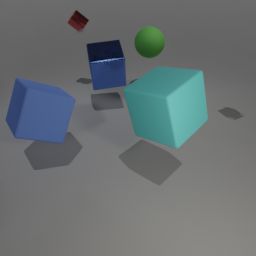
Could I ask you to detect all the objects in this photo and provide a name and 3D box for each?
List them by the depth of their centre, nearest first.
[{"bbox_3d":[0.969,-0.574,6.988,1.400,1.400,1.400,17,44,43],"label":"cube"},{"bbox_3d":[-2.587,-0.511,8.194,1.400,1.400,1.400,10,15,-36],"label":"cube"},{"bbox_3d":[-0.892,-2.610,11.606,1.400,1.400,1.400,-9,49,-5],"label":"cube"},{"bbox_3d":[-2.209,-4.732,12.462,0.700,0.700,0.700,35,27,-18],"label":"cylinder"},{"bbox_3d":[1.001,-3.964,12.998,1.400,1.400,1.400,0,32,0],"label":"ball"}]
